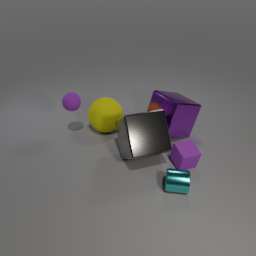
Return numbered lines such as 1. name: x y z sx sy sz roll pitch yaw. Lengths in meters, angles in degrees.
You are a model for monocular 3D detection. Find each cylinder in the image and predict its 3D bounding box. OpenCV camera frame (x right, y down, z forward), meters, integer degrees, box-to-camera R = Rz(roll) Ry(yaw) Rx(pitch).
1. cylinder: 1.505 1.602 8.505 0.700 0.700 0.700 5 32 8

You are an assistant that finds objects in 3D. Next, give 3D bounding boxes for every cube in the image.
1. cube: 1.715 -0.549 10.978 1.400 1.400 1.400 0 26 -38
2. cube: 1.931 0.916 9.467 0.700 0.700 0.700 -9 45 -19
3. cube: 0.482 0.247 9.530 1.400 1.400 1.400 -10 -3 -16

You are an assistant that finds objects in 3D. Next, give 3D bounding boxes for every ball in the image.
1. ball: -0.905 -0.531 11.295 1.400 1.400 1.400 0 32 0
2. ball: -2.109 -0.976 10.467 0.700 0.700 0.700 0 32 0
